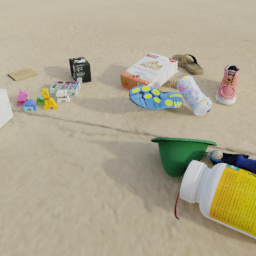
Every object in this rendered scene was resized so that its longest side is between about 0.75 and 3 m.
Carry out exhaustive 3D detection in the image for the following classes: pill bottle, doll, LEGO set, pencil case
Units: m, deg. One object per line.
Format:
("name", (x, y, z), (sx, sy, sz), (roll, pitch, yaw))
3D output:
("pill bottle", (2.679, 1.731, 6.909), (2.587, 1.459, 1.459), (18, 38, 26))
("doll", (3.184, 1.095, 7.804), (2.847, 1.943, 0.690), (2, 62, 57))
("LEGO set", (-3.697, -1.329, 11.978), (2.299, 0.943, 0.877), (-5, 35, -8))
("pencil case", (2.743, -1.381, 11.725), (0.778, 0.849, 1.872), (4, 42, -30))

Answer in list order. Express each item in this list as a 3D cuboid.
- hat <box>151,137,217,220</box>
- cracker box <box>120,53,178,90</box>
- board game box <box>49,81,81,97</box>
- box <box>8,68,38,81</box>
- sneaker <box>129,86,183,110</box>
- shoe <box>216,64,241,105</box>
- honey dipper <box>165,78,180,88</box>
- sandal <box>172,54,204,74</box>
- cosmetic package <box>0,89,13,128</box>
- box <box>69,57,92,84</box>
("hat", (1.555, 1.405, 8.470), (2.385, 2.100, 1.976), (9, -9, -41))
("cracker box", (1.071, -2.713, 13.855), (1.693, 0.729, 2.528), (26, 52, 32))
("board game box", (-2.960, -1.866, 13.286), (1.255, 0.403, 0.926), (3, 34, 3))
("box", (-5.663, -2.886, 15.057), (1.249, 0.133, 1.021), (-26, 41, -34))
("sneaker", (1.061, -1.102, 11.230), (2.584, 0.916, 1.071), (1, -6, -38))
("shoe", (4.642, -2.073, 12.935), (0.876, 1.116, 2.452), (12, 35, 17))
("honey dipper", (1.639, -2.419, 14.097), (2.541, 0.483, 0.483), (17, 37, 28))
("sandal", (3.446, -3.774, 15.864), (1.054, 0.709, 2.624), (-12, 35, -17))
("cosmetic package", (-5.956, -0.533, 10.441), (2.164, 1.334, 2.170), (6, 36, 10))
("box", (-2.470, -2.995, 14.460), (0.811, 0.969, 1.305), (-13, 36, -19))
